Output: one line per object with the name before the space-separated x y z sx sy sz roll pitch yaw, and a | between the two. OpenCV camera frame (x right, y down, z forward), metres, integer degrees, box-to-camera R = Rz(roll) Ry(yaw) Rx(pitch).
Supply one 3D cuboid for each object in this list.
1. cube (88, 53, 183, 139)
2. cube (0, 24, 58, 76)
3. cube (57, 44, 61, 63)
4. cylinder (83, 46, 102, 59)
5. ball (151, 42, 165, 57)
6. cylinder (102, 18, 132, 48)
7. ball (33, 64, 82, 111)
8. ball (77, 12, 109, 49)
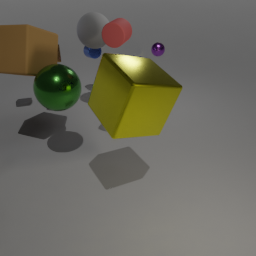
cube | 0.107 -0.742 6.510 1.400 1.400 1.400 -3 40 -36
cube | -3.199 -2.367 8.807 1.400 1.400 1.400 8 9 23
cube | -3.154 -2.925 11.028 0.700 0.700 0.700 -3 7 25
cylinder | -1.758 -3.810 13.846 0.700 0.700 0.700 -15 24 -25
ball | 1.534 -4.013 14.317 0.700 0.700 0.700 0 29 0
cylinder | -0.310 -2.742 8.061 0.700 0.700 0.700 9 33 16
ball | -2.097 -1.203 8.365 1.400 1.400 1.400 0 29 0
ball | -1.364 -3.923 11.298 1.400 1.400 1.400 0 29 0
